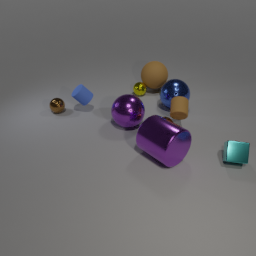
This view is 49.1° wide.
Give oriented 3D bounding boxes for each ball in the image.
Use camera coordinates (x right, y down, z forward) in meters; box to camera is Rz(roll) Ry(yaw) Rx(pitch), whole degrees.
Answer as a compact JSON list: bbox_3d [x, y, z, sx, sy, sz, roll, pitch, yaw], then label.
[{"bbox_3d":[2.155,-1.554,12.909,1.400,1.400,1.400,0,32,0],"label":"ball"},{"bbox_3d":[0.605,-2.003,14.315,0.700,0.700,0.700,0,32,0],"label":"ball"},{"bbox_3d":[-3.226,-1.030,12.773,0.700,0.700,0.700,0,32,0],"label":"ball"},{"bbox_3d":[1.360,-2.733,14.432,1.400,1.400,1.400,0,32,0],"label":"ball"},{"bbox_3d":[0.000,-0.701,11.587,1.400,1.400,1.400,0,32,0],"label":"ball"}]

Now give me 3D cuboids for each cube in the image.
[{"bbox_3d":[3.668,0.831,9.534,0.700,0.700,0.700,6,-6,10],"label":"cube"}]

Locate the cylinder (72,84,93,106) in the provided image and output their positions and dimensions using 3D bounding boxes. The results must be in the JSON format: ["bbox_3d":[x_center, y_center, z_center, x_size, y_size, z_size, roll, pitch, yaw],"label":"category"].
[{"bbox_3d":[-2.031,-1.473,12.489,0.700,0.700,0.700,-33,34,26],"label":"cylinder"}]

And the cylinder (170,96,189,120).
[{"bbox_3d":[2.034,-0.781,11.089,0.700,0.700,0.700,5,65,7],"label":"cylinder"}]

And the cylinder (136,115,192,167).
[{"bbox_3d":[1.237,0.429,9.749,1.400,1.400,1.400,-25,39,-34],"label":"cylinder"}]

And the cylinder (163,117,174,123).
[{"bbox_3d":[1.373,-0.002,11.107,0.700,0.700,0.700,23,39,31],"label":"cylinder"}]
